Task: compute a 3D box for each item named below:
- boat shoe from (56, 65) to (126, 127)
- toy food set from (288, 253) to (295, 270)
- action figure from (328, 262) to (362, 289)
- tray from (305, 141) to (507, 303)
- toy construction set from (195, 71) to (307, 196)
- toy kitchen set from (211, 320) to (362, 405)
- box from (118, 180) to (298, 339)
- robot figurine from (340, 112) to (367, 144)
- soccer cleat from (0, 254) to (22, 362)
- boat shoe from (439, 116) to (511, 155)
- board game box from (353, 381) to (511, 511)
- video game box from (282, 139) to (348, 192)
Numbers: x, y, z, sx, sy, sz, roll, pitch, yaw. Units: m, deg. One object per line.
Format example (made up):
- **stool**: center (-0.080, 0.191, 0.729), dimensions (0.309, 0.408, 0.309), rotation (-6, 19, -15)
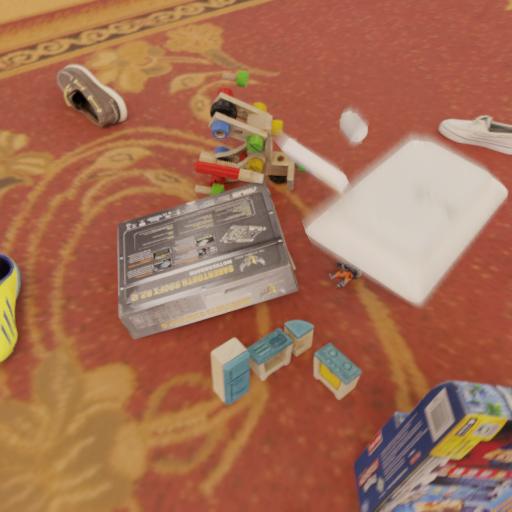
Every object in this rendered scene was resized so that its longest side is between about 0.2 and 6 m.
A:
- **boat shoe**: center (-4.367, -4.055, 14.204), dimensions (2.571, 0.923, 0.765), rotation (38, 52, 25)
- **toy food set**: center (-0.015, -0.092, 10.509), dimensions (1.415, 0.462, 0.832), rotation (-5, 45, -5)
- **action figure**: center (1.648, 0.335, 10.275), dimensions (0.650, 0.352, 0.672), rotation (-19, 20, -27)
- **tray**: center (2.623, -0.864, 9.066), dimensions (2.012, 0.415, 3.747), rotation (35, 49, 19)
- **toy construction set**: center (0.050, -2.048, 11.274), dimensions (2.134, 2.316, 2.777), rotation (11, 36, 0)
- **toy kitchen set**: center (0.456, 1.719, 8.285), dimensions (1.758, 1.035, 1.408), rotation (-30, 52, -26)
- **box**: center (-0.936, -0.012, 9.815), dimensions (2.917, 0.705, 2.310), rotation (-17, 46, 2)
- **robot figurine**: center (1.660, -2.182, 9.519), dimensions (0.326, 0.490, 0.578), rotation (-26, 71, -15)
- **soccer cleat**: center (-4.337, 0.838, 9.283), dimensions (0.672, 0.870, 2.080), rotation (-7, 45, -7)
- **boat shoe**: center (5.383, -2.981, 13.277), dimensions (1.977, 0.650, 0.711), rotation (25, 50, 23)
- **board game box**: center (3.022, 2.431, 6.804), dimensions (2.795, 2.796, 0.862), rotation (9, 44, -11)
- **video game box**: center (0.955, -1.429, 8.953), dimensions (1.065, 0.249, 0.970), rotation (36, 10, 9)
